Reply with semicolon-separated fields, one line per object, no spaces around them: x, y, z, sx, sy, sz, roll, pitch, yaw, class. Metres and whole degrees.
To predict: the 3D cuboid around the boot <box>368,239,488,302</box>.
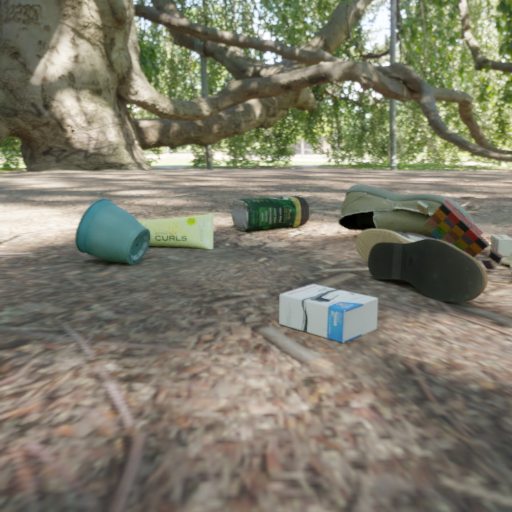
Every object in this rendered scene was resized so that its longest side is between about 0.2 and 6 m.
2.689;0.176;8.383;0.859;0.838;2.277;7;5;-25;boot

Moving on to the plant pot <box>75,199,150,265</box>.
-2.554;-0.354;10.283;1.026;1.092;1.092;25;18;13;plant pot

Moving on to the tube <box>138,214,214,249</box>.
-1.937;-0.514;11.954;2.082;0.604;0.541;0;25;6;tube

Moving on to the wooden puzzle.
3.518;-0.388;9.838;0.123;1.750;1.038;-40;-12;-14;wooden puzzle

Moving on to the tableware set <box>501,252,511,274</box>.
5.244;0.214;9.310;2.096;0.291;2.509;5;12;18;tableware set

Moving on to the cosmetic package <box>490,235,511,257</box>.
4.941;-0.209;11.257;0.297;0.352;0.680;0;10;9;cosmetic package

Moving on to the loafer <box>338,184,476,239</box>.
3.169;-0.673;12.252;3.274;1.231;1.140;18;60;44;loafer

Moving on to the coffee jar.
0.396;-1.113;14.577;1.922;0.820;1.002;-7;12;-27;coffee jar

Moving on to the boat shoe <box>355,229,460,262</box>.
2.683;-0.054;9.750;1.945;0.699;0.630;12;9;38;boat shoe

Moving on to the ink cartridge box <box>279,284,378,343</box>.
0.848;0.664;6.674;0.967;0.407;0.699;10;15;42;ink cartridge box
